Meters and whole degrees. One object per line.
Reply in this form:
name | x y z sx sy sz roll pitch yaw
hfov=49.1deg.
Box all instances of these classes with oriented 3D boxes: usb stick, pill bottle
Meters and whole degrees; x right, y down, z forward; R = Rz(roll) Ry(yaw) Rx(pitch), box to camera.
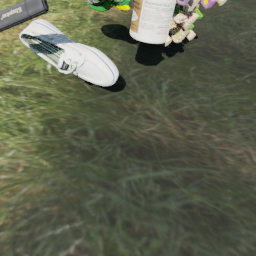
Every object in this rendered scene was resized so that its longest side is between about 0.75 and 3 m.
usb stick | -2.005 -2.055 5.069 1.261 0.350 0.206 -14 6 16
pill bottle | 0.696 -3.254 7.286 1.060 1.854 1.060 8 33 -5

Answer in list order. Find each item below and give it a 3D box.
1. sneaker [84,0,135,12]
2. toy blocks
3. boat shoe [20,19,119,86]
sneaker | -0.721 -4.215 8.438 2.501 1.065 0.976 25 93 48
toy blocks | 1.471 -3.843 8.518 2.108 1.970 1.775 -28 79 -40
boat shoe | -1.550 -1.764 7.282 2.653 0.976 0.886 29 44 -1
